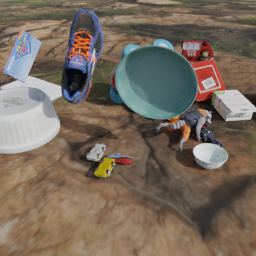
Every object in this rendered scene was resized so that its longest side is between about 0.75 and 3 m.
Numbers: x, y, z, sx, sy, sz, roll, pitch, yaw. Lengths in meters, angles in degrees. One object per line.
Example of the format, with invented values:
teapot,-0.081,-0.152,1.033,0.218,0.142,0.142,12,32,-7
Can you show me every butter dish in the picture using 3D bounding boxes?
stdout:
butter dish,3.188,-1.971,12.498,1.707,1.702,1.262,-16,-9,-18

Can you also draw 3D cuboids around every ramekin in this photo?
ramekin,-3.915,-0.424,9.892,2.827,1.316,2.827,-1,33,0

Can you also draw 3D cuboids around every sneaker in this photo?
sneaker,-1.393,-2.054,8.416,1.101,2.922,1.146,8,14,-5
sneaker,-0.233,0.910,8.727,0.856,0.339,0.409,4,31,6

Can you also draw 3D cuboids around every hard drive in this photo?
hard drive,-4.327,-1.727,12.866,2.564,0.325,1.691,20,38,29

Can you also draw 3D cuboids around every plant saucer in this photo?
plant saucer,0.774,-1.243,7.624,2.247,2.247,0.404,9,40,14

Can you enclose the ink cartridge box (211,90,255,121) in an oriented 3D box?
ink cartridge box,4.213,-0.835,11.181,1.098,0.631,1.874,-4,33,-6

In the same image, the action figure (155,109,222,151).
action figure,2.254,-0.021,9.593,1.957,1.058,2.023,-31,44,-26

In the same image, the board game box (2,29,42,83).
board game box,-2.444,-1.650,6.483,0.105,1.075,0.553,14,-10,42

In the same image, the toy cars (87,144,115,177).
toy cars,-0.831,1.033,8.539,0.734,0.362,1.637,-14,31,-18

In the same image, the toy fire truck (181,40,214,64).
toy fire truck,3.796,-3.999,15.310,1.827,1.534,1.024,0,32,0

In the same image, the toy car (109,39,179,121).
toy car,0.946,-1.444,11.112,2.561,2.668,2.895,-18,65,-26

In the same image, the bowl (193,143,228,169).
bowl,2.485,0.935,8.570,1.017,0.457,1.017,0,33,0
